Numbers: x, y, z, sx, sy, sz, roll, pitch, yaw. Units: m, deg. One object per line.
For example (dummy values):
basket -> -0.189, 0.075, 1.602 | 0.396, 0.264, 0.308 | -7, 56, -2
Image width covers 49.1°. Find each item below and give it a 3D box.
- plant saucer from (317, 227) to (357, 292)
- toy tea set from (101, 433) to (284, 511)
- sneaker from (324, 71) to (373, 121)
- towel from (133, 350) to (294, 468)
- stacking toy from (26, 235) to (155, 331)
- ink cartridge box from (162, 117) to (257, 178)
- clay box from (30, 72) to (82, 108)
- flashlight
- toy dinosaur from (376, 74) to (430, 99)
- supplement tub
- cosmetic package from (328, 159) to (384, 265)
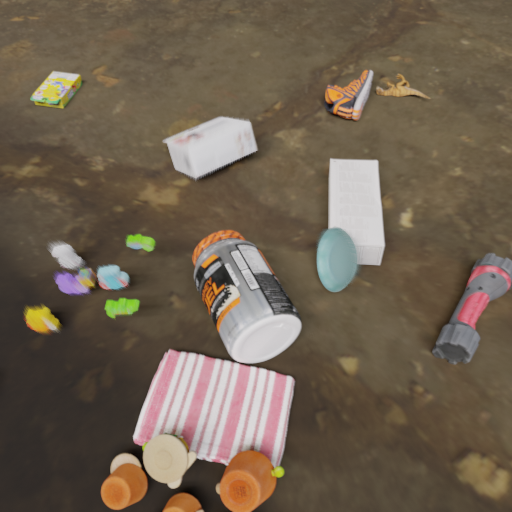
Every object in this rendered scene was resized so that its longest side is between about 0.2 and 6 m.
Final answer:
plant saucer -> 1.526, 0.069, 10.355 | 0.216, 1.199, 1.199 | 2, 45, -26
toy tea set -> -0.888, 3.275, 7.983 | 2.571, 0.951, 1.529 | 19, 92, 14
sneaker -> 2.403, -4.356, 14.715 | 1.066, 0.738, 1.904 | 17, 51, 13
towel -> -0.621, 2.476, 9.002 | 2.313, 0.346, 1.693 | 11, 50, 6
stacking toy -> -2.940, 0.478, 10.142 | 2.206, 0.518, 1.663 | -8, 48, 15
ink cartridge box -> -1.100, -2.569, 13.000 | 1.693, 0.710, 1.486 | -28, 31, -22
clay box -> -5.352, -4.408, 15.018 | 0.816, 0.338, 1.420 | 9, 49, 8
flashlight -> 3.973, 0.933, 10.040 | 0.775, 0.772, 2.279 | 24, 52, 22
toy dinosaur -> 3.977, -4.464, 15.114 | 1.432, 0.432, 0.760 | 6, 70, 15
supplement tub -> -0.253, 0.660, 9.878 | 1.356, 1.356, 2.213 | -19, 51, -16
cosmetic package -> 2.049, -0.976, 11.779 | 1.070, 0.657, 2.593 | 4, 49, 4
